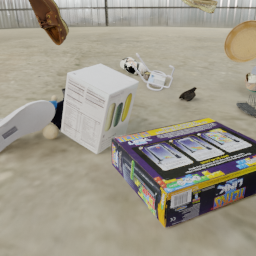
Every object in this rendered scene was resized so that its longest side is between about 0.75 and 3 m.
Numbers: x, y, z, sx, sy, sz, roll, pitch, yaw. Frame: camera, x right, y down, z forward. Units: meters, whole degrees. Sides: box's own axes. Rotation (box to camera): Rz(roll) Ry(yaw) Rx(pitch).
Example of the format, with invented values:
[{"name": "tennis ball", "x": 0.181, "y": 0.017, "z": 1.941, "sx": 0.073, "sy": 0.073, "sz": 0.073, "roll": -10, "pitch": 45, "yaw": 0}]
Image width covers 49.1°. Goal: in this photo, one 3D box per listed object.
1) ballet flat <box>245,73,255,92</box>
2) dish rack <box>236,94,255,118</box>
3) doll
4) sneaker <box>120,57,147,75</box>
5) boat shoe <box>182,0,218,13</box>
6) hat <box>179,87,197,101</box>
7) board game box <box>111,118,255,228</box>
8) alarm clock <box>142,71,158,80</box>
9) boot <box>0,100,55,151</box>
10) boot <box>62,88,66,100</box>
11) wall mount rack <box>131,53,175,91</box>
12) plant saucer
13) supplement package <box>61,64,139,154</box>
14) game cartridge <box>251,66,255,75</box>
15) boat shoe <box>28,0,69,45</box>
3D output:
[{"name": "ballet flat", "x": 5.622, "y": -2.134, "z": 12.720, "sx": 0.610, "sy": 0.603, "sz": 1.792, "roll": -1, "pitch": 24, "yaw": 9}, {"name": "dish rack", "x": 4.941, "y": -0.846, "z": 10.001, "sx": 1.895, "sy": 0.517, "sz": 1.453, "roll": -2, "pitch": 24, "yaw": -4}, {"name": "doll", "x": -1.638, "y": -0.454, "z": 8.422, "sx": 1.540, "sy": 0.547, "sz": 2.258, "roll": 46, "pitch": 56, "yaw": -2}, {"name": "sneaker", "x": 0.108, "y": -3.398, "z": 15.368, "sx": 0.819, "sy": 0.755, "sz": 2.048, "roll": -19, "pitch": 30, "yaw": -33}, {"name": "boat shoe", "x": 2.414, "y": -4.365, "z": 9.588, "sx": 1.304, "sy": 0.409, "sz": 0.478, "roll": 24, "pitch": 46, "yaw": 6}, {"name": "hat", "x": 2.420, "y": -1.256, "z": 11.044, "sx": 0.819, "sy": 0.819, "sz": 0.330, "roll": -18, "pitch": 74, "yaw": -35}, {"name": "board game box", "x": 1.386, "y": 0.725, "z": 6.159, "sx": 2.871, "sy": 0.814, "sz": 2.373, "roll": -11, "pitch": 25, "yaw": -23}, {"name": "alarm clock", "x": 1.037, "y": -2.640, "z": 14.146, "sx": 1.076, "sy": 0.358, "sz": 0.725, "roll": 5, "pitch": 25, "yaw": 7}, {"name": "boot", "x": -3.187, "y": -0.143, "z": 7.630, "sx": 2.292, "sy": 0.843, "sz": 1.095, "roll": -34, "pitch": 35, "yaw": -27}, {"name": "boot", "x": -2.124, "y": -0.879, "z": 9.442, "sx": 1.540, "sy": 1.014, "sz": 0.537, "roll": 16, "pitch": 30, "yaw": 31}, {"name": "wall mount rack", "x": 1.117, "y": -2.612, "z": 12.992, "sx": 1.987, "sy": 0.852, "sz": 2.286, "roll": 17, "pitch": 34, "yaw": 3}, {"name": "plant saucer", "x": 4.187, "y": -3.000, "z": 9.860, "sx": 1.547, "sy": 1.547, "sz": 0.274, "roll": 23, "pitch": 4, "yaw": 41}, {"name": "supplement package", "x": -0.773, "y": -0.549, "z": 7.460, "sx": 1.336, "sy": 1.773, "sz": 1.345, "roll": 29, "pitch": 35, "yaw": 22}, {"name": "game cartridge", "x": 6.700, "y": -2.248, "z": 12.477, "sx": 2.246, "sy": 0.466, "sz": 1.495, "roll": 9, "pitch": 24, "yaw": -26}, {"name": "boat shoe", "x": -3.041, "y": -4.197, "z": 10.742, "sx": 0.857, "sy": 2.382, "sz": 0.805, "roll": -1, "pitch": 62, "yaw": 18}]
